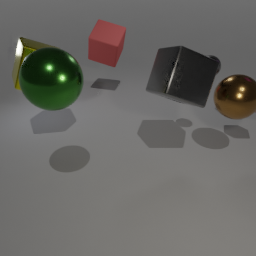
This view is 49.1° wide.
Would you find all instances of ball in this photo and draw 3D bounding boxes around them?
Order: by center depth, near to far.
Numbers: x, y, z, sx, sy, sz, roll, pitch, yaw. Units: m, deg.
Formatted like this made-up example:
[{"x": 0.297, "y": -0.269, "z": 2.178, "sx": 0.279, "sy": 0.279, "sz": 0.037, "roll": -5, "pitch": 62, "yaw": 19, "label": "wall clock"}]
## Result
[{"x": -1.703, "y": -1.086, "z": 6.284, "sx": 1.400, "sy": 1.400, "sz": 1.400, "roll": 0, "pitch": 30, "yaw": 0, "label": "ball"}, {"x": 3.383, "y": -0.960, "z": 8.696, "sx": 1.400, "sy": 1.400, "sz": 1.400, "roll": 0, "pitch": 30, "yaw": 0, "label": "ball"}, {"x": 2.650, "y": -1.995, "z": 9.064, "sx": 0.700, "sy": 0.700, "sz": 0.700, "roll": 0, "pitch": 30, "yaw": 0, "label": "ball"}]

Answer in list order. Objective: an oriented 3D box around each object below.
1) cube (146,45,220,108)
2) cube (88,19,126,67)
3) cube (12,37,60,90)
[{"x": 1.587, "y": -1.529, "z": 8.420, "sx": 1.400, "sy": 1.400, "sz": 1.400, "roll": 15, "pitch": 6, "yaw": -22, "label": "cube"}, {"x": -1.010, "y": -4.029, "z": 13.380, "sx": 1.400, "sy": 1.400, "sz": 1.400, "roll": 18, "pitch": 58, "yaw": 2, "label": "cube"}, {"x": -2.977, "y": -2.035, "z": 9.365, "sx": 1.400, "sy": 1.400, "sz": 1.400, "roll": 9, "pitch": 23, "yaw": -30, "label": "cube"}]
